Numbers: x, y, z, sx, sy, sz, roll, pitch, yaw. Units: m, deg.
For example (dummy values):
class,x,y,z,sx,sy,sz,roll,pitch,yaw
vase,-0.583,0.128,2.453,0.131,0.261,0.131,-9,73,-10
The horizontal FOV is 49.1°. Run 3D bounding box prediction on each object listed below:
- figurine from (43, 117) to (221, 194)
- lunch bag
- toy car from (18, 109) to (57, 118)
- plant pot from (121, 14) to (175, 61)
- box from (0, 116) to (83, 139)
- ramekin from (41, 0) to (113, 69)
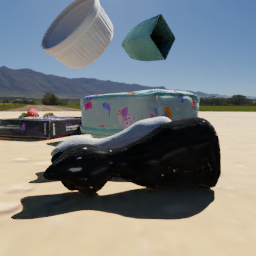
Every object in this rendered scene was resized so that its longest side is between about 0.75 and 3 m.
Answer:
class,x,y,z,sx,sy,sz,roll,pitch,yaw
figurine,-0.065,0.204,2.388,1.199,0.529,1.228,-5,4,-13
lunch bag,0.277,-0.268,5.804,1.878,0.903,2.342,0,3,41
toy car,-4.102,-0.542,12.113,1.678,0.398,1.783,-2,-6,28
plant pot,0.627,-3.151,10.192,1.603,1.133,1.133,2,-33,42
box,-1.798,-0.065,6.521,1.586,0.400,2.218,1,6,20
ramekin,-1.631,-3.143,9.464,2.418,2.418,1.269,4,-28,43
